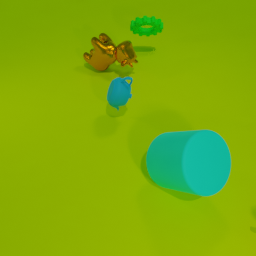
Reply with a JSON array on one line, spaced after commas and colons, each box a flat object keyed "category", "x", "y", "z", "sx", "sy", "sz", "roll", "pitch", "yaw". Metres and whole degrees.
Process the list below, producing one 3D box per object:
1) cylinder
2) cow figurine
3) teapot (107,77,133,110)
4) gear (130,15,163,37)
[{"category": "cylinder", "x": 1.174, "y": 0.664, "z": 5.577, "sx": 1.205, "sy": 1.205, "sz": 1.205, "roll": -29, "pitch": 11, "yaw": -27}, {"category": "cow figurine", "x": -0.537, "y": -2.295, "z": 9.031, "sx": 1.582, "sy": 1.608, "sz": 0.882, "roll": 45, "pitch": 46, "yaw": 0}, {"category": "teapot", "x": -0.202, "y": -0.866, "z": 7.220, "sx": 0.594, "sy": 1.213, "sz": 0.754, "roll": 15, "pitch": 47, "yaw": -18}, {"category": "gear", "x": 0.633, "y": -3.438, "z": 9.502, "sx": 1.110, "sy": 1.110, "sz": 0.205, "roll": 1, "pitch": 84, "yaw": 1}]
